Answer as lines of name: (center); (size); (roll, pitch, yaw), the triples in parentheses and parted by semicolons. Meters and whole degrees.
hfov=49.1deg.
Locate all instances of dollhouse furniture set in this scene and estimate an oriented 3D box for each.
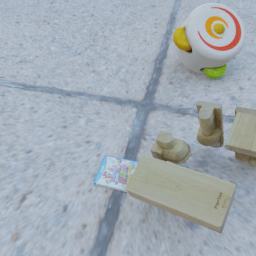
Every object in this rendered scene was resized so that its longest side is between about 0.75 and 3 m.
dollhouse furniture set: (1.757, 1.028, 6.140); (2.352, 2.015, 2.473); (15, 62, 29)

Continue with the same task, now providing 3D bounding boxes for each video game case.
video game case: (-0.101, 1.126, 6.807); (1.245, 0.111, 0.891); (10, 45, 10)

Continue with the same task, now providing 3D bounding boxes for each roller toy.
roller toy: (2.743, -3.041, 9.481); (2.242, 1.567, 2.045); (31, 75, -3)
